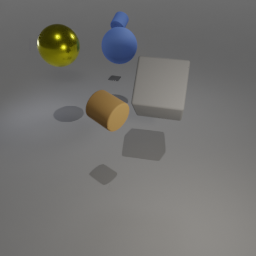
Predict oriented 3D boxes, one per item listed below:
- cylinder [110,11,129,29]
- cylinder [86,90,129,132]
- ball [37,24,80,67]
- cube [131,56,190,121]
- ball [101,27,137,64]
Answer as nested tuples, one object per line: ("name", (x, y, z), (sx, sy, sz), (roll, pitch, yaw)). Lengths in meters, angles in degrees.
("cylinder", (-0.400, -5.029, 13.320), (0.700, 0.700, 0.700), (12, 62, 18))
("cylinder", (-0.451, -0.384, 6.179), (0.700, 0.700, 0.700), (33, 43, 27))
("ball", (-2.333, -2.774, 9.463), (1.400, 1.400, 1.400), (0, 31, 0))
("cube", (0.956, -1.099, 8.086), (1.400, 1.400, 1.400), (8, -9, 9))
("ball", (-0.339, -3.227, 10.999), (1.400, 1.400, 1.400), (0, 31, 0))
